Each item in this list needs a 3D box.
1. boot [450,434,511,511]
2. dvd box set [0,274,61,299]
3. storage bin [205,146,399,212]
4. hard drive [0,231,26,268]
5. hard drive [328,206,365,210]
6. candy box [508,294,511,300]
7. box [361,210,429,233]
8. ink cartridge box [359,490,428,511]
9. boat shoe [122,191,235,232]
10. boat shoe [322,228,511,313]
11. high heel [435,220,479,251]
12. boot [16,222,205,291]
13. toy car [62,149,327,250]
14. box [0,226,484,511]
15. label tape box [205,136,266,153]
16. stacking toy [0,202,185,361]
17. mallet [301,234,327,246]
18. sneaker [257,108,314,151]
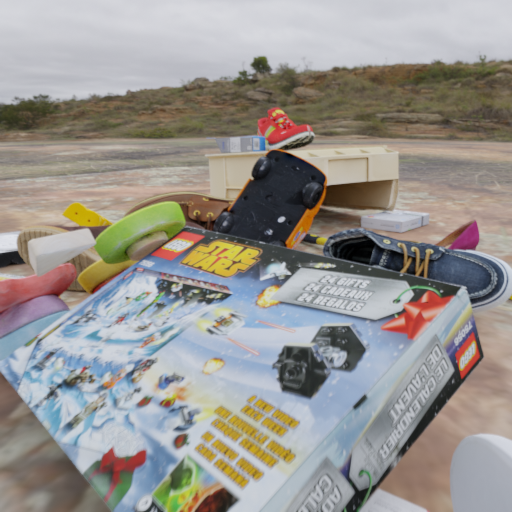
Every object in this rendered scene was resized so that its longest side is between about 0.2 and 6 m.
[{"bbox_3d":[1.627,1.539,2.288,0.896,0.690,1.875,3,34,-20],"label":"boot"},{"bbox_3d":[-3.671,0.669,6.550,1.633,0.328,2.232,6,16,20],"label":"dvd box set"},{"bbox_3d":[0.991,-1.628,12.528,3.202,1.501,3.179,-9,13,-33],"label":"storage bin"},{"bbox_3d":[-4.304,-0.135,9.730,1.065,0.288,1.525,-12,18,-39],"label":"hard drive"},{"bbox_3d":[2.446,-1.416,14.707,1.224,0.232,0.855,9,17,30],"label":"hard drive"},{"bbox_3d":[4.282,0.379,7.805,1.940,0.256,0.992,-4,18,-15],"label":"candy box"},{"bbox_3d":[3.041,-0.773,12.203,0.980,0.259,1.258,11,17,40],"label":"box"},{"bbox_3d":[0.679,1.641,2.802,0.617,0.359,0.848,11,21,36],"label":"ink cartridge box"},{"bbox_3d":[-0.833,-0.561,9.805,2.953,1.063,0.997,-2,12,-19],"label":"boat shoe"},{"bbox_3d":[1.927,0.173,6.980,2.251,0.796,1.022,7,-11,42],"label":"boat shoe"},{"bbox_3d":[2.853,-0.178,8.967,1.549,0.745,0.522,-6,16,-21],"label":"high heel"},{"bbox_3d":[-2.075,-0.163,8.494,2.386,0.863,1.985,14,23,9],"label":"boot"},{"bbox_3d":[-0.914,-0.822,9.474,4.174,2.047,1.389,12,-14,18],"label":"toy car"},{"bbox_3d":[-0.375,0.736,3.890,2.079,0.606,3.036,-39,30,-25],"label":"box"},{"bbox_3d":[-0.448,-2.483,12.564,1.129,0.357,0.814,2,11,21],"label":"label tape box"},{"bbox_3d":[-1.520,0.412,5.451,2.138,0.903,1.935,-23,-8,-45],"label":"stacking toy"},{"bbox_3d":[1.106,-0.231,10.003,0.757,0.473,2.299,-14,15,-32],"label":"mallet"},{"bbox_3d":[0.541,-2.927,12.946,0.889,0.980,2.309,-14,14,-22],"label":"sneaker"}]
